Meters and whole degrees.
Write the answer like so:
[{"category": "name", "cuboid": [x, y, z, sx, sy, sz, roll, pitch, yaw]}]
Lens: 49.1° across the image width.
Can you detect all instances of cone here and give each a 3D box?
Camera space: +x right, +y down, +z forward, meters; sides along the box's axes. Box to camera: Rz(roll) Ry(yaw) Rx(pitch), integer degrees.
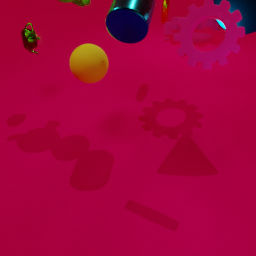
[{"category": "cone", "cuboid": [2.723, -3.246, 7.040, 1.600, 1.600, 1.606, 2, 23, 3]}]

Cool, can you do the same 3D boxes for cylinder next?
[{"category": "cylinder", "cuboid": [0.073, -2.662, 6.493, 0.992, 0.992, 0.992, 9, 61, 11]}]

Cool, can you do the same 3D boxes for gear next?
[{"category": "gear", "cuboid": [1.542, -1.784, 5.388, 1.279, 1.279, 0.237, 19, 13, 22]}, {"category": "gear", "cuboid": [2.132, -2.958, 8.635, 2.046, 0.378, 2.046, 3, 1, 0]}]

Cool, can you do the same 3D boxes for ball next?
[{"category": "ball", "cuboid": [-1.048, -1.731, 7.556, 1.035, 1.035, 1.035, 0, 39, 0]}]

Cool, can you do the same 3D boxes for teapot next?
[{"category": "teapot", "cuboid": [-2.969, -2.690, 8.581, 0.522, 1.066, 0.663, -13, 46, -20]}]

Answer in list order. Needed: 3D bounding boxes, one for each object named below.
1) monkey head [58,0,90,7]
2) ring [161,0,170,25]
[{"category": "monkey head", "cuboid": [-1.587, -3.698, 7.495, 1.816, 1.306, 1.094, 25, 60, 13]}, {"category": "ring", "cuboid": [1.322, -4.236, 9.777, 0.237, 1.185, 1.185, 8, 39, 5]}]
